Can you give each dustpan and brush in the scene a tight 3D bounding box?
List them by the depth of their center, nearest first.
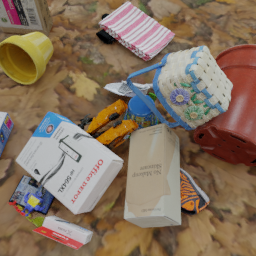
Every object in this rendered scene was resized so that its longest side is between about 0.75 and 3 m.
[{"bbox_3d":[0.432,-1.462,10.302,2.232,0.639,1.558,7,14,-32],"label":"dustpan and brush"}]

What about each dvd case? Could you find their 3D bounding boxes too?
[{"bbox_3d":[-2.895,2.061,8.662,1.271,0.112,0.907,16,61,9],"label":"dvd case"}]

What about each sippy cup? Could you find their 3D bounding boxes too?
[{"bbox_3d":[0.444,-0.473,9.576,1.267,1.182,1.613,-5,59,-2],"label":"sippy cup"}]

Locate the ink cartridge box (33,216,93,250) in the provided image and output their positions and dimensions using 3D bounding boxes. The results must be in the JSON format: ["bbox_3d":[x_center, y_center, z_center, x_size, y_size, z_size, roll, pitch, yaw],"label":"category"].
[{"bbox_3d":[-1.718,2.797,7.597,1.314,1.157,0.294,18,81,11],"label":"ink cartridge box"}]

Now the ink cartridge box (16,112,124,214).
[{"bbox_3d":[-1.724,1.004,8.363,2.566,1.082,1.873,34,91,20],"label":"ink cartridge box"}]

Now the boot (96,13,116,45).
[{"bbox_3d":[-0.926,-4.362,12.347,1.445,0.535,1.184,38,65,16],"label":"boot"}]

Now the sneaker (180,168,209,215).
[{"bbox_3d":[1.617,1.910,8.458,0.895,0.619,1.597,-34,64,-20],"label":"sneaker"}]

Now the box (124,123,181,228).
[{"bbox_3d":[0.764,1.388,8.244,1.313,1.075,2.765,-16,53,28],"label":"box"}]

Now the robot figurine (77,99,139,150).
[{"bbox_3d":[-0.785,0.128,9.057,2.146,0.625,1.556,-34,70,19],"label":"robot figurine"}]

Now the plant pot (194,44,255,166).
[{"bbox_3d":[3.608,-0.527,8.834,2.932,2.932,2.852,24,70,14],"label":"plant pot"}]

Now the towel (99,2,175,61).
[{"bbox_3d":[0.413,-4.252,12.030,2.784,0.416,2.037,39,63,9],"label":"towel"}]

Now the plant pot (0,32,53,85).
[{"bbox_3d":[-3.806,-2.846,10.832,1.768,1.768,1.663,17,44,10],"label":"plant pot"}]

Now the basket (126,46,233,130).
[{"bbox_3d":[1.408,-1.039,7.990,2.238,2.538,1.766,43,57,-23],"label":"basket"}]

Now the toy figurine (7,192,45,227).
[{"bbox_3d":[-2.734,2.239,8.159,1.287,0.679,0.771,29,70,17],"label":"toy figurine"}]

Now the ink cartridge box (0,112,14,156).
[{"bbox_3d":[-4.928,0.496,9.181,1.498,0.838,2.196,8,57,4],"label":"ink cartridge box"}]

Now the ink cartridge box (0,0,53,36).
[{"bbox_3d":[-4.514,-5.199,11.629,2.131,2.587,0.972,5,58,3],"label":"ink cartridge box"}]
